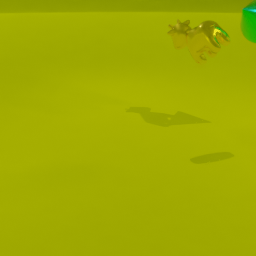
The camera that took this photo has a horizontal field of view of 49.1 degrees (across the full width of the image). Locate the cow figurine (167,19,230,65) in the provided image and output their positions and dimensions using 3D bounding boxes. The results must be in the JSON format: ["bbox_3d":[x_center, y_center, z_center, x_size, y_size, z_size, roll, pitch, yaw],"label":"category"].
[{"bbox_3d":[1.947,-2.659,8.052,0.906,1.625,1.651,-35,-3,-18],"label":"cow figurine"}]

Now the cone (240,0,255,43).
[{"bbox_3d":[3.263,-2.941,7.265,1.292,1.287,1.287,-6,22,-43],"label":"cone"}]
